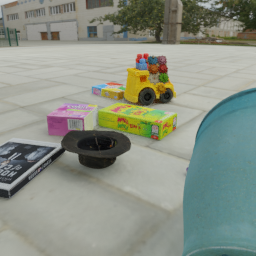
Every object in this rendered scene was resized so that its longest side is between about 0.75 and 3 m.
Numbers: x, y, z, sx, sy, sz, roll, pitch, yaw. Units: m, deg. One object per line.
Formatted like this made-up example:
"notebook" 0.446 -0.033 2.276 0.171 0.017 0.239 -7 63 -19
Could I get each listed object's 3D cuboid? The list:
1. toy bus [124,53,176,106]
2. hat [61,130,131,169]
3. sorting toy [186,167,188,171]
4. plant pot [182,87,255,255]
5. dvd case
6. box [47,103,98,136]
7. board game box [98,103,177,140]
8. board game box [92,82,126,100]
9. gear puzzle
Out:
"toy bus" 1.142 -2.532 14.181 2.524 2.423 1.713 -6 21 -20
"hat" -0.919 0.693 8.119 1.999 0.806 1.999 5 23 -2
"sorting toy" 2.504 0.985 7.576 1.842 0.634 0.639 0 21 -2
"plant pot" 2.095 1.298 4.154 2.928 2.928 2.751 10 39 25
"dvd case" -3.301 0.994 7.964 1.993 0.328 2.652 6 21 16
"box" -2.051 -0.325 10.703 1.434 0.788 1.630 4 21 11
"board game box" 0.349 -0.334 10.897 2.756 0.656 1.400 13 25 30
"board game box" -0.754 -2.109 15.782 2.119 0.427 1.621 18 28 39
"gear puzzle" 1.041 -1.839 9.546 0.739 1.427 0.187 -3 -13 -8
